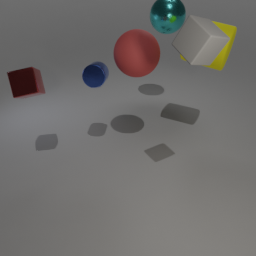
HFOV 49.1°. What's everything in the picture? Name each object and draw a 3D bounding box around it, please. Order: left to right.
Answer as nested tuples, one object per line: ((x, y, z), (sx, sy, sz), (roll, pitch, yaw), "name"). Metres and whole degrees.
((-2.772, -1.226, 7.699), (0.700, 0.700, 0.700), (-13, 5, 0), "cube")
((-0.979, -1.635, 8.553), (0.700, 0.700, 0.700), (3, 21, 5), "cylinder")
((0.265, -2.229, 8.404), (1.400, 1.400, 1.400), (0, 31, 0), "ball")
((1.549, -4.396, 10.930), (1.400, 1.400, 1.400), (0, 31, 0), "ball")
((1.483, -1.780, 5.757), (0.700, 0.700, 0.700), (-10, 56, -40), "cube")
((2.602, -2.737, 9.125), (1.400, 1.400, 1.400), (21, 36, 18), "cylinder")
